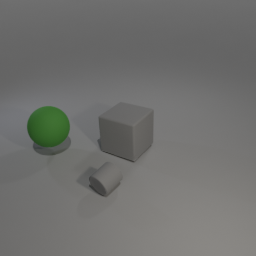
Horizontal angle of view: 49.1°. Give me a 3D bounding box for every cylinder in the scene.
[{"bbox_3d":[-0.633,1.448,8.033,0.700,0.700,0.700,22,47,34],"label":"cylinder"}]

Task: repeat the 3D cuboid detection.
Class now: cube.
[{"bbox_3d":[-0.029,0.079,9.798,1.400,1.400,1.400,15,33,28],"label":"cube"}]

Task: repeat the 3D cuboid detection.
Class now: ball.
[{"bbox_3d":[-2.680,-0.044,9.486,1.400,1.400,1.400,0,30,0],"label":"ball"}]
